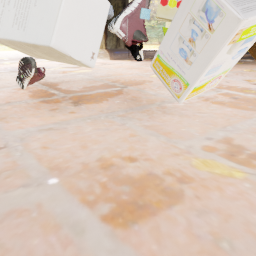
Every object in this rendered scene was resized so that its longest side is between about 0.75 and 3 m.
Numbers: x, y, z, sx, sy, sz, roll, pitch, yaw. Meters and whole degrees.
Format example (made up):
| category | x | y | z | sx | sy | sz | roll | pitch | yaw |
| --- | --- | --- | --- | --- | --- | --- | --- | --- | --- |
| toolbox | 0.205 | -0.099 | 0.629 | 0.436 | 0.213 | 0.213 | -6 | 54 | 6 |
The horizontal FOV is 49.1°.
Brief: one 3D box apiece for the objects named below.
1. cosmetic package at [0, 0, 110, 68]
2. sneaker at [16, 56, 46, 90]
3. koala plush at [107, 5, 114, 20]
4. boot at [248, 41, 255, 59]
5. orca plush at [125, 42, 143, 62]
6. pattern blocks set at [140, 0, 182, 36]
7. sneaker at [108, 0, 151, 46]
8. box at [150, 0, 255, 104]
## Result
| category | x | y | z | sx | sy | sz | roll | pitch | yaw |
| --- | --- | --- | --- | --- | --- | --- | --- | --- | --- |
| cosmetic package | -1.822 | -2.532 | 6.516 | 2.036 | 1.693 | 1.704 | 15 | 2 | 23 |
| sneaker | -1.562 | -0.983 | 4.681 | 0.483 | 0.316 | 0.836 | -34 | 1 | -37 |
| koala plush | -1.264 | -4.397 | 9.637 | 1.167 | 1.316 | 1.210 | -12 | -15 | 41 |
| boot | 4.290 | -3.175 | 8.141 | 1.650 | 2.132 | 0.786 | -31 | 44 | -13 |
| orca plush | 0.178 | -3.555 | 11.736 | 0.589 | 1.656 | 0.871 | -24 | 33 | -26 |
| pattern blocks set | 1.378 | -3.458 | 7.906 | 1.986 | 1.746 | 0.161 | 15 | 20 | -13 |
| sneaker | 0.477 | -4.204 | 11.012 | 2.641 | 1.525 | 0.999 | -51 | 22 | -18 |
| box | 1.889 | -2.065 | 6.637 | 1.549 | 2.754 | 1.396 | -26 | 71 | -29 |
